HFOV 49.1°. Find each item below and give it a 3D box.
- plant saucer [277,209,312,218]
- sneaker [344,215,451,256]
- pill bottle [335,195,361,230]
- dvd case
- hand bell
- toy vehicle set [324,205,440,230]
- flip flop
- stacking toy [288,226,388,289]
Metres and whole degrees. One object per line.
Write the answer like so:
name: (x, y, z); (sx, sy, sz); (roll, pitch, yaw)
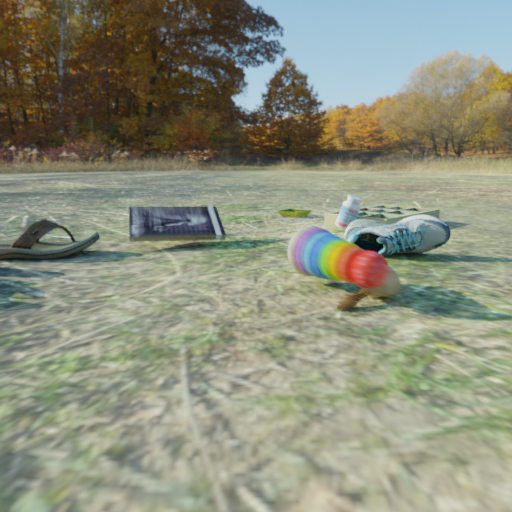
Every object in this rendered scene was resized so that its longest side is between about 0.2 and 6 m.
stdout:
plant saucer: (1.215, -1.346, 17.773); (0.824, 0.198, 0.825); (8, 14, 36)
sneaker: (2.812, -0.279, 11.307); (2.122, 0.823, 0.916); (-4, 20, 20)
pill bottle: (2.385, -1.114, 14.396); (0.459, 0.843, 0.459); (17, 21, -7)
dvd case: (-1.835, -0.743, 12.775); (2.090, 0.167, 1.554); (-2, 29, -12)
hand bell: (1.494, 0.526, 7.857); (1.033, 0.538, 0.538); (-23, 23, -37)
toy vehicle set: (3.588, -1.059, 15.752); (1.924, 0.411, 3.097); (10, 15, 41)
flip flop: (-4.511, -0.362, 11.300); (2.596, 0.747, 1.053); (-2, 11, -9)
stacking toy: (1.221, 0.060, 8.258); (0.818, 0.818, 1.915); (-5, 11, -23)
